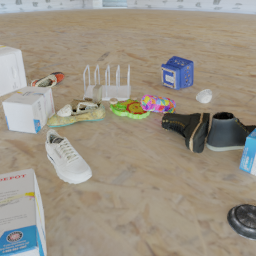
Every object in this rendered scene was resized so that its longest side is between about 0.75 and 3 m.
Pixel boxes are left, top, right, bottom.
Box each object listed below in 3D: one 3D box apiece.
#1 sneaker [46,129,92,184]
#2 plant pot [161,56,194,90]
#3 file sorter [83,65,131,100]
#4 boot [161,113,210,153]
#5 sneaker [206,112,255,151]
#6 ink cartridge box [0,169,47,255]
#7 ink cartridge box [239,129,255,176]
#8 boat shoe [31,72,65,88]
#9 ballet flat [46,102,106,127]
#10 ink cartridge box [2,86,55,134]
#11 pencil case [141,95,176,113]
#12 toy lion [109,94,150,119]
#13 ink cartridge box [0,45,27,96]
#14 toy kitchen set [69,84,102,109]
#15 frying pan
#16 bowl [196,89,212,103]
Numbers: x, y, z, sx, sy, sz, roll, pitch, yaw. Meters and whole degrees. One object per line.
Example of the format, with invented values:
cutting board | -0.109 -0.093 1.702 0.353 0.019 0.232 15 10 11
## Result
sneaker | -2.073 0.933 9.306 0.931 0.981 2.437 -23 38 -36
plant pot | 2.701 -3.021 15.702 1.334 1.484 1.484 -30 41 -30
file sorter | -1.066 -2.442 14.630 2.373 1.478 1.647 0 30 2
boot | 2.018 0.107 10.859 1.968 1.102 2.845 6 18 21
sneaker | 4.206 0.011 10.495 2.550 1.355 0.954 -11 32 -18
ink cartridge box | -2.744 2.367 6.056 1.754 1.724 2.383 -9 31 -15
ink cartridge box | 4.855 0.890 8.991 1.852 1.340 1.364 25 38 36
boat shoe | -4.377 -2.621 15.666 1.991 0.709 0.623 -27 32 -32
ballet flat | -2.270 -0.673 12.194 2.590 0.915 0.915 -8 31 -14
ink cartridge box | -4.154 -0.832 11.973 1.306 1.329 1.806 6 30 11
pencil case | 1.350 -0.993 12.219 1.709 0.755 0.755 7 20 -40
toy lion | 0.130 -0.904 13.015 1.661 0.570 1.592 -13 40 -20
ink cartridge box | -7.444 -3.244 15.320 2.918 2.148 2.110 17 34 27
toy kitchen set | -1.886 -1.559 13.270 1.425 1.286 1.163 11 31 10
frying pan | 3.628 2.378 7.535 1.934 0.315 1.170 -11 32 -12
bowl | 3.822 -1.487 13.821 0.829 0.829 0.389 -8 54 -14
